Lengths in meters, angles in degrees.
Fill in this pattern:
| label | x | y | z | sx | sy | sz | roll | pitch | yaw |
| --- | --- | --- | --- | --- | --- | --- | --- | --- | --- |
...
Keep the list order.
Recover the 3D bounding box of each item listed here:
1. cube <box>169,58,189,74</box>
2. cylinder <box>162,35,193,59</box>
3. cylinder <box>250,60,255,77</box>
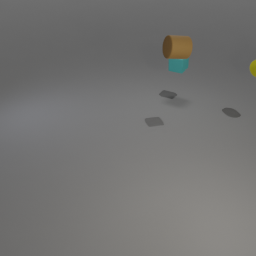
| label | x | y | z | sx | sy | sz | roll | pitch | yaw |
| --- | --- | --- | --- | --- | --- | --- | --- | --- | --- |
| cube | 2.322 | -3.009 | 12.832 | 0.700 | 0.700 | 0.700 | 19 | 45 | 28 |
| cylinder | 1.530 | -2.508 | 8.709 | 0.700 | 0.700 | 0.700 | -4 | 30 | -19 |
| cylinder | 5.055 | -2.311 | 10.453 | 0.700 | 0.700 | 0.700 | -7 | -5 | -11 |
